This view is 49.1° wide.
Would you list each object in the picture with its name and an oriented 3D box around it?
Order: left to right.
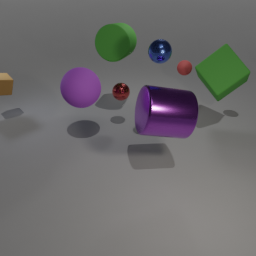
[{"bbox_3d":[-5.214,-1.798,11.501,0.700,0.700,0.700,-10,39,-43],"label":"cube"},{"bbox_3d":[-1.634,-1.394,9.719,1.400,1.400,1.400,0,29,0],"label":"ball"},{"bbox_3d":[-0.459,-3.474,11.286,1.400,1.400,1.400,6,23,11],"label":"cylinder"},{"bbox_3d":[-0.274,-1.422,10.978,0.700,0.700,0.700,0,29,0],"label":"ball"},{"bbox_3d":[0.942,-2.249,8.236,0.700,0.700,0.700,0,29,0],"label":"ball"},{"bbox_3d":[1.045,-0.443,7.952,1.400,1.400,1.400,5,27,-15],"label":"cylinder"},{"bbox_3d":[2.640,-2.807,13.070,0.700,0.700,0.700,0,29,0],"label":"ball"},{"bbox_3d":[3.594,-2.066,10.720,1.400,1.400,1.400,57,13,14],"label":"cube"}]
